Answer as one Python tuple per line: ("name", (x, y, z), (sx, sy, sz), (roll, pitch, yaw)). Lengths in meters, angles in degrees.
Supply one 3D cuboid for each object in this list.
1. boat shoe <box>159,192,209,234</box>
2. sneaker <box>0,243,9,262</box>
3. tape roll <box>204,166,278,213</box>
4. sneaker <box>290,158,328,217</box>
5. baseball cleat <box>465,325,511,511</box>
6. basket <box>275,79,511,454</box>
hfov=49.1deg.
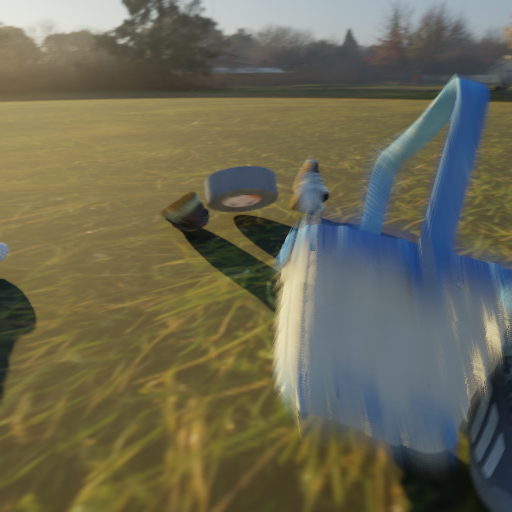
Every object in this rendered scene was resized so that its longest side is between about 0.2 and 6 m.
("boat shoe", (-1.362, -0.761, 10.785), (0.771, 0.683, 2.107), (-36, 10, -6))
("sneaker", (-4.664, -0.061, 8.519), (1.737, 0.865, 0.650), (-16, 24, -41))
("tape roll", (-0.308, -1.350, 11.571), (1.488, 0.491, 1.488), (-6, -13, -1))
("sneaker", (1.236, -1.469, 12.338), (0.742, 0.640, 1.693), (21, 48, -7))
("baseball cleat", (2.064, 1.223, 4.419), (0.771, 1.177, 2.211), (6, 22, 0))
("basket", (1.121, 0.116, 4.793), (1.838, 2.643, 2.330), (11, -6, 0))
